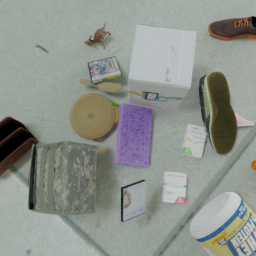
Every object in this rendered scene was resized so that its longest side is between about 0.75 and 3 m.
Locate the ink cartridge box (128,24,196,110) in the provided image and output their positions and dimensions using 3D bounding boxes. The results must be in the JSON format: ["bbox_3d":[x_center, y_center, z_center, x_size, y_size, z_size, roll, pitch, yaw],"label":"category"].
[{"bbox_3d":[1.043,-1.925,9.464,1.875,2.568,1.884,8,79,2],"label":"ink cartridge box"}]

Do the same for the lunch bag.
[{"bbox_3d":[-2.362,1.599,9.042,2.644,1.555,2.169,-9,75,40],"label":"lunch bag"}]

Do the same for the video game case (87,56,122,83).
[{"bbox_3d":[-0.894,-2.187,10.421,1.126,0.159,1.246,-14,46,-3],"label":"video game case"}]

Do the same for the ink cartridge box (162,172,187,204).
[{"bbox_3d":[1.621,2.082,9.800,0.760,0.430,1.038,6,79,1],"label":"ink cartridge box"}]

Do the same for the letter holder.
[{"bbox_3d":[-4.329,0.686,9.560,2.003,1.424,1.007,-42,82,-8],"label":"letter holder"}]

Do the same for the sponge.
[{"bbox_3d":[0.217,0.259,10.038,1.210,0.323,2.168,9,78,-17],"label":"sponge"}]

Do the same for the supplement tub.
[{"bbox_3d":[3.492,3.588,8.738,1.948,1.948,2.693,-41,81,-7],"label":"supplement tub"}]

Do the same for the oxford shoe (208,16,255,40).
[{"bbox_3d":[4.289,-3.960,10.727,2.356,0.855,0.839,-2,79,0],"label":"oxford shoe"}]

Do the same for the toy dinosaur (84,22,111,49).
[{"bbox_3d":[-1.153,-3.505,10.665,0.760,1.122,0.481,2,47,-37],"label":"toy dinosaur"}]

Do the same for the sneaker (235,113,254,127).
[{"bbox_3d":[4.087,-0.313,10.273,1.031,0.388,0.539,0,84,4],"label":"sneaker"}]

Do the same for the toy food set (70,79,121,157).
[{"bbox_3d":[-1.235,-0.406,10.306,1.828,0.531,2.648,12,85,9],"label":"toy food set"}]

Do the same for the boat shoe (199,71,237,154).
[{"bbox_3d":[3.144,-0.539,10.046,1.041,0.958,2.915,-13,99,-13],"label":"boat shoe"}]

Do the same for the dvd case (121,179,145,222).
[{"bbox_3d":[0.150,2.103,8.079,0.810,0.100,1.135,-13,113,-33],"label":"dvd case"}]

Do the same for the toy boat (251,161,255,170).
[{"bbox_3d":[4.818,1.362,9.823,0.924,0.922,1.413,16,78,33],"label":"toy boat"}]

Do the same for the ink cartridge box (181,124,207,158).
[{"bbox_3d":[2.398,0.439,10.125,0.698,0.401,1.192,13,80,3],"label":"ink cartridge box"}]
